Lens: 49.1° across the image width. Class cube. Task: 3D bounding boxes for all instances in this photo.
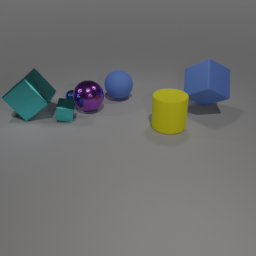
[{"bbox_3d":[-4.202,-1.442,12.072,1.400,1.400,1.400,-34,23,19],"label":"cube"},{"bbox_3d":[-2.647,-0.761,11.870,0.700,0.700,0.700,8,42,-10],"label":"cube"},{"bbox_3d":[3.426,-1.939,12.175,1.400,1.400,1.400,16,-17,-32],"label":"cube"}]

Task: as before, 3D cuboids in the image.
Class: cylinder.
[{"bbox_3d":[1.670,-0.685,11.273,1.400,1.400,1.400,-1,30,0],"label":"cylinder"}]

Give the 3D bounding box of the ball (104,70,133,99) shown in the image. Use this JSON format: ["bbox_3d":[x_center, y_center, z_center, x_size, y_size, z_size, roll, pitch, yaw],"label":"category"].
[{"bbox_3d":[-0.457,-2.145,13.782,1.400,1.400,1.400,0,30,0],"label":"ball"}]

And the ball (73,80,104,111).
[{"bbox_3d":[-1.781,-1.445,12.629,1.400,1.400,1.400,0,30,0],"label":"ball"}]

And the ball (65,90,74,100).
[{"bbox_3d":[-2.640,-1.478,13.378,0.700,0.700,0.700,0,30,0],"label":"ball"}]
